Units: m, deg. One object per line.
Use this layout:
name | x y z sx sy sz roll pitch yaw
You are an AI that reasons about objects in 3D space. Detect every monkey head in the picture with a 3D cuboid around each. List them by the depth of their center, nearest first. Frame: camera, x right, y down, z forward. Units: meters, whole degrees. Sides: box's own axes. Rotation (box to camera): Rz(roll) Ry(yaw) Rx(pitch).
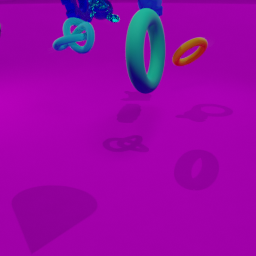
monkey head | 0.546 -3.760 8.652 1.451 1.044 0.874 27 34 -46
monkey head | -1.146 -4.293 10.339 1.610 1.159 0.970 31 0 16

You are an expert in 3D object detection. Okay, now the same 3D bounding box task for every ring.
ring | 0.421 -1.628 6.051 0.354 1.770 1.770 6 27 24
ring | 2.070 -2.527 9.381 1.284 1.284 0.257 -16 70 -29

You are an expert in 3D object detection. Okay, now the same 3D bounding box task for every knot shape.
knot shape | -1.242 -2.273 6.983 1.098 0.542 1.174 24 67 35

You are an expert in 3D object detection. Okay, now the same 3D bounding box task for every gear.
gear | -1.608 -4.023 8.776 0.300 1.624 1.624 -5 24 17
